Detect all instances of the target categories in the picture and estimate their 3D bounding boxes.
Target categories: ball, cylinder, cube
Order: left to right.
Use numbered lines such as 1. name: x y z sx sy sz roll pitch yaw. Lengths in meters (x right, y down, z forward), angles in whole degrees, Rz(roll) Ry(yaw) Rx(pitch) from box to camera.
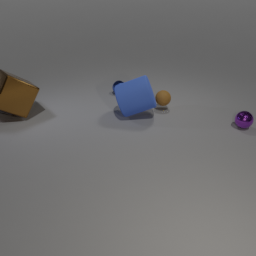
1. cube: -4.822 -1.440 11.754 1.400 1.400 1.400 22 6 -41
2. ball: -0.447 -2.065 14.255 0.700 0.700 0.700 0 29 0
3. cylinder: 0.323 -1.329 11.760 1.400 1.400 1.400 -18 27 11
4. ball: 1.573 -1.340 12.534 0.700 0.700 0.700 0 29 0
5. ball: 4.604 -0.330 11.110 0.700 0.700 0.700 0 29 0
